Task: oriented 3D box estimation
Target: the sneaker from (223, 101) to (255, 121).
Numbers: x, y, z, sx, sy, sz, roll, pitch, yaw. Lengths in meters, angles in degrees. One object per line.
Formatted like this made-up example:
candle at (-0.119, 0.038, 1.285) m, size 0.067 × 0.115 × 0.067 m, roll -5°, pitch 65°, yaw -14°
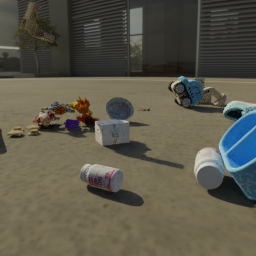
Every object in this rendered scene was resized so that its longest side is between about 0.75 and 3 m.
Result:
sneaker at (4.974, -0.444, 10.974) m, size 2.524 × 0.933 × 1.034 m, roll 8°, pitch 33°, yaw 41°

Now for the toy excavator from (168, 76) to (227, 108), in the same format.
toy excavator at (3.964, -1.984, 15.747) m, size 2.626 × 2.553 × 1.311 m, roll -29°, pitch 14°, yaw 0°

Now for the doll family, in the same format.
doll family at (-2.358, -0.711, 10.857) m, size 2.583 × 1.164 × 1.603 m, roll 0°, pitch 13°, yaw -17°

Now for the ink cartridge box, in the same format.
ink cartridge box at (-0.493, 0.117, 8.637) m, size 0.901 × 0.652 × 0.663 m, roll -6°, pitch 14°, yaw -25°

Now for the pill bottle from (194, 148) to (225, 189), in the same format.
pill bottle at (1.676, 0.820, 5.772) m, size 0.585 × 0.585 × 1.032 m, roll 4°, pitch 15°, yaw 15°

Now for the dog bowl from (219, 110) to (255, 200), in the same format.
dog bowl at (2.531, 0.380, 5.576) m, size 0.640 × 1.439 × 2.582 m, roll 42°, pitch 19°, yaw -1°

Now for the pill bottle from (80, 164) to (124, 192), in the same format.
pill bottle at (-0.520, 0.959, 5.484) m, size 0.781 × 0.442 × 0.442 m, roll 7°, pitch 15°, yaw 29°

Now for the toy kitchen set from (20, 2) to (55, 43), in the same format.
toy kitchen set at (-3.322, -4.110, 11.091) m, size 1.029 × 1.137 × 1.261 m, roll 27°, pitch 8°, yaw 40°

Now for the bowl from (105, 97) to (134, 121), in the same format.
bowl at (-0.389, -0.654, 11.727) m, size 1.204 × 0.565 × 1.204 m, roll 7°, pitch 57°, yaw -10°

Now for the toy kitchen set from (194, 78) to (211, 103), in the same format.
toy kitchen set at (4.182, -2.433, 17.751) m, size 1.828 × 1.492 × 1.649 m, roll 0°, pitch 13°, yaw 0°

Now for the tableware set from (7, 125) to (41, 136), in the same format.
tableware set at (-3.624, 0.098, 9.872) m, size 1.073 × 0.149 × 1.285 m, roll -5°, pitch 14°, yaw -15°

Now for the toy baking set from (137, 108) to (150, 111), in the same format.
toy baking set at (0.821, -1.001, 14.683) m, size 0.647 × 0.098 × 0.843 m, roll 6°, pitch 14°, yaw 23°

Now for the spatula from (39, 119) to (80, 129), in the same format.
spatula at (-2.638, -0.100, 10.505) m, size 1.643 × 0.169 × 0.464 m, roll -5°, pitch 50°, yaw 6°
